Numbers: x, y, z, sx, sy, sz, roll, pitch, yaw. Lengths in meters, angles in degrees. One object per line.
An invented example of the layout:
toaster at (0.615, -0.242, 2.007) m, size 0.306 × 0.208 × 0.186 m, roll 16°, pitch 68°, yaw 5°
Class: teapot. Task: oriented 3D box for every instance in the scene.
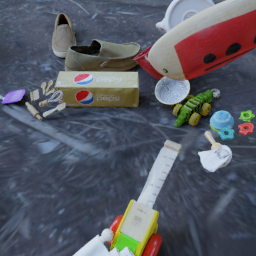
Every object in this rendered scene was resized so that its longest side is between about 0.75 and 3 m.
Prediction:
teapot at (2.365, -4.000, 10.428) m, size 2.021 × 1.995 × 1.476 m, roll 38°, pitch 21°, yaw -3°

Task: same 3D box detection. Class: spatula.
spatula at (-4.128, -0.982, 8.419) m, size 2.105 × 0.216 × 0.595 m, roll 3°, pitch 44°, yaw 4°

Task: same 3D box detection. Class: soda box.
soda box at (-0.853, -1.131, 8.188) m, size 2.344 × 0.750 × 0.794 m, roll 0°, pitch 45°, yaw 1°

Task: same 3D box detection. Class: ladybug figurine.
ladybug figurine at (1.622, -1.647, 5.438) m, size 2.470 × 1.676 × 0.888 m, roll -24°, pitch 83°, yaw 17°

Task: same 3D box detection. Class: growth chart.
growth chart at (-0.123, 2.991, 4.054) m, size 2.829 × 0.251 × 2.047 m, roll 38°, pitch 79°, yaw 25°

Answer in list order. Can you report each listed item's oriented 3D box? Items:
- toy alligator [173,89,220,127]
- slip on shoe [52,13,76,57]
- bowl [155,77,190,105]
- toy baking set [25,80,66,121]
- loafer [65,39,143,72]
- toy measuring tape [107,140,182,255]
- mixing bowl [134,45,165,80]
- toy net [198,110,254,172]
toy alligator at (2.011, -0.743, 7.968) m, size 0.709 × 0.514 × 2.139 m, roll 33°, pitch 54°, yaw 27°
slip on shoe at (-2.406, -3.512, 10.540) m, size 0.905 × 0.721 × 2.380 m, roll -4°, pitch 46°, yaw -4°
bowl at (1.330, -1.025, 8.182) m, size 1.001 × 0.470 × 1.001 m, roll -8°, pitch 63°, yaw 17°
toy baking set at (-2.340, -0.763, 7.859) m, size 1.090 × 0.165 × 1.420 m, roll -48°, pitch 58°, yaw 7°
loafer at (-0.750, -2.428, 9.321) m, size 2.785 × 0.939 × 1.059 m, roll -18°, pitch 48°, yaw -17°
toy measuring tape at (0.337, 1.541, 5.092) m, size 0.984 × 0.984 × 2.674 m, roll 22°, pitch 80°, yaw 20°
mixing bowl at (1.368, -2.211, 8.685) m, size 2.124 × 1.150 × 2.124 m, roll -30°, pitch 14°, yaw 8°
toy net at (1.555, 0.216, 4.437) m, size 0.711 × 0.262 × 1.355 m, roll 10°, pitch 51°, yaw 25°
